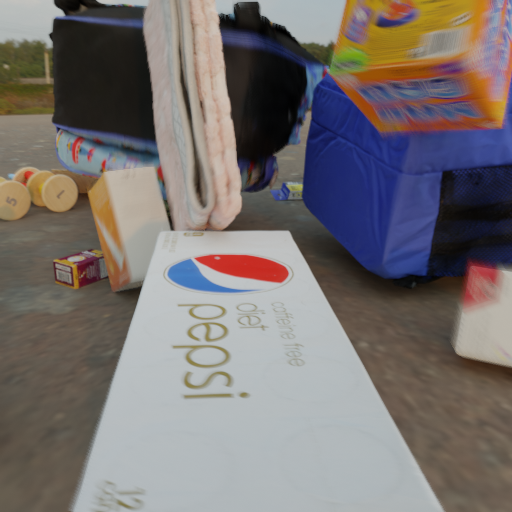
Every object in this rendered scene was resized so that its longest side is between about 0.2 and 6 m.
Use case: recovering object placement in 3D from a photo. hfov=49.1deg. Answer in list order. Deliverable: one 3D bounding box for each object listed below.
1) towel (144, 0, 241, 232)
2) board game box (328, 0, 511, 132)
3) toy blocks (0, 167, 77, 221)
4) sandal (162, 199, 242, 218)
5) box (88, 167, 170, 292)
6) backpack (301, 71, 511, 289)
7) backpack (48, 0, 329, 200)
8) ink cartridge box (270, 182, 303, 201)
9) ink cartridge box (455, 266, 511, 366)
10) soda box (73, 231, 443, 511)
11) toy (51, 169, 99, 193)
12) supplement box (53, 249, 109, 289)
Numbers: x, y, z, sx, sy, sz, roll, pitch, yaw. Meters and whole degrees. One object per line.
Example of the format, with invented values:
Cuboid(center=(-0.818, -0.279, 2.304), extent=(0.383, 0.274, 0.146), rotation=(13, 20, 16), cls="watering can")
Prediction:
Cuboid(center=(-0.827, -1.734, 6.248), extent=(0.506, 3.140, 2.999), rotation=(-7, -2, -13), cls="towel")
Cuboid(center=(1.575, -1.951, 5.092), extent=(1.219, 1.218, 1.218), rotation=(8, -10, 37), cls="board game box")
Cuboid(center=(-5.227, -1.424, 12.062), extent=(2.233, 0.811, 1.861), rotation=(17, 24, 42), cls="toy blocks")
Cuboid(center=(-1.439, -1.225, 11.050), extent=(3.015, 0.860, 1.197), rotation=(2, 13, 42), cls="sandal")
Cuboid(center=(-1.587, -0.330, 7.209), extent=(0.676, 1.387, 0.863), rotation=(-13, -6, -32), cls="box")
Cuboid(center=(3.459, -1.689, 8.077), extent=(4.541, 3.811, 3.690), rotation=(-2, 30, -15), cls="backpack")
Cuboid(center=(-0.904, -2.863, 10.202), extent=(4.081, 3.007, 4.471), rotation=(16, 19, 21), cls="backpack")
Cuboid(center=(0.994, -1.573, 13.442), extent=(1.203, 0.283, 1.189), rotation=(0, 18, -6), cls="ink cartridge box")
Cuboid(center=(2.583, 0.627, 5.244), extent=(1.201, 0.875, 0.497), rotation=(9, -6, 26), cls="ink cartridge box")
Cuboid(center=(-0.150, 0.910, 3.934), extent=(1.365, 1.276, 4.007), rotation=(-1, 18, -5), cls="soda box")
Cuboid(center=(-3.187, -1.991, 13.142), extent=(2.777, 0.656, 1.599), rotation=(1, -13, -7), cls="toy")
Cuboid(center=(-2.400, 0.175, 7.790), extent=(0.438, 0.345, 0.669), rotation=(12, 21, 32), cls="supplement box")
